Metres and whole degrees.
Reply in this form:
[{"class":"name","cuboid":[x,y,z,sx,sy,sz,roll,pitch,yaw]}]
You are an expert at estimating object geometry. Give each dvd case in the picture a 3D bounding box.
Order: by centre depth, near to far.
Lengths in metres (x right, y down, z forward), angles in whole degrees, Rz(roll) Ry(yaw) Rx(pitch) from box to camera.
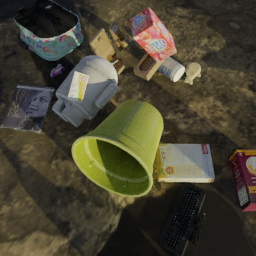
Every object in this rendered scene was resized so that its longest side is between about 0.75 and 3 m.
[{"class":"dvd case","cuboid":[-4.001,-0.835,11.279,1.606,0.173,2.160,7,58,4]}]

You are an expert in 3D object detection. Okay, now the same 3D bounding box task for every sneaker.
[{"class":"sneaker","cuboid":[-3.054,-2.462,12.223,0.334,0.304,0.756,31,62,9]}]

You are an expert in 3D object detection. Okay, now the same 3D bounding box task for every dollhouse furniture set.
[{"class":"dollhouse furniture set","cuboid":[0.137,-3.271,11.318,2.166,1.765,2.060,32,79,27]}]

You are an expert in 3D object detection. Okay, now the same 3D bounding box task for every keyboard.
[{"class":"keyboard","cuboid":[1.903,2.842,8.867,1.177,0.448,2.261,23,62,13]}]

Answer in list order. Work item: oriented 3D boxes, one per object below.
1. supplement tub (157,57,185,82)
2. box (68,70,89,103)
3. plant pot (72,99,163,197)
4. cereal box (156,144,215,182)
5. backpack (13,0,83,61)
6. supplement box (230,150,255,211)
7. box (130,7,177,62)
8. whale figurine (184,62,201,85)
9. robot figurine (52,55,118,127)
[{"class":"supplement tub","cuboid":[1.758,-2.598,12.009,0.764,0.764,1.159,-40,65,-21]},{"class":"box","cuboid":[-1.620,-1.355,9.112,0.472,0.524,0.931,15,100,-14]},{"class":"plant pot","cuboid":[-0.033,0.440,9.293,2.713,2.713,2.495,22,50,13]},{"class":"cereal box","cuboid":[1.981,1.218,9.875,1.918,0.379,1.380,2,56,1]},{"class":"backpack","cuboid":[-3.311,-4.186,12.239,2.639,1.987,2.343,33,61,29]},{"class":"supplement box","cuboid":[4.198,1.713,9.325,1.045,0.811,1.893,-2,58,-1]},{"class":"box","cuboid":[0.970,-3.432,10.502,0.879,1.857,0.953,-25,59,27]},{"class":"whale figurine","cuboid":[2.741,-2.337,12.097,0.783,0.511,0.985,19,84,7]},{"class":"robot figurine","cuboid":[-1.519,-1.506,10.572,2.512,1.672,2.961,25,74,32]}]
